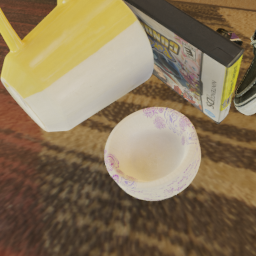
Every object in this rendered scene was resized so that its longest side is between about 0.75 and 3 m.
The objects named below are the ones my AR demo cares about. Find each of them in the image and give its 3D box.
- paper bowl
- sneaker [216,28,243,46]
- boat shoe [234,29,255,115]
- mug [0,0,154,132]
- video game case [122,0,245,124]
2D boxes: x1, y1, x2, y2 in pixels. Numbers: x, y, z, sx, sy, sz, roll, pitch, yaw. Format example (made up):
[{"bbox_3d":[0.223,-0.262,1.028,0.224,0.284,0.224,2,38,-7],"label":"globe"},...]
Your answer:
[{"bbox_3d":[0.319,0.339,3.426,1.120,0.583,1.120,-12,51,14],"label":"paper bowl"},{"bbox_3d":[2.719,-2.706,8.475,1.506,0.570,0.659,-3,58,-31],"label":"sneaker"},{"bbox_3d":[2.833,-1.642,5.264,1.061,2.992,1.078,27,26,-7],"label":"boat shoe"},{"bbox_3d":[-1.082,-1.148,4.604,1.966,1.918,2.395,-43,97,-17],"label":"mug"},{"bbox_3d":[0.706,-1.365,5.094,2.770,2.503,0.353,42,88,22],"label":"video game case"}]
